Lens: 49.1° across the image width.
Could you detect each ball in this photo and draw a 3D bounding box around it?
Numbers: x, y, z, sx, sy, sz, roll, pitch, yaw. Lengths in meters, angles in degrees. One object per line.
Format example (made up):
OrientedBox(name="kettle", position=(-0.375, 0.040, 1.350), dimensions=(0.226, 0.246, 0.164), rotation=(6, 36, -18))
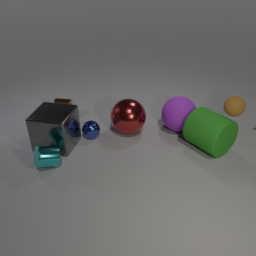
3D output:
OrientedBox(name="ball", position=(-1.431, 0.052, 10.857), dimensions=(0.700, 0.700, 0.700), rotation=(0, 32, 0))
OrientedBox(name="ball", position=(3.590, -0.730, 9.447), dimensions=(0.700, 0.700, 0.700), rotation=(0, 32, 0))
OrientedBox(name="ball", position=(2.038, -0.565, 11.154), dimensions=(1.400, 1.400, 1.400), rotation=(0, 32, 0))
OrientedBox(name="ball", position=(0.013, -0.454, 11.010), dimensions=(1.400, 1.400, 1.400), rotation=(0, 32, 0))

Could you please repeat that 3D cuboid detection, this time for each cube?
OrientedBox(name="cube", position=(-2.655, 0.012, 10.235), dimensions=(1.400, 1.400, 1.400), rotation=(6, 33, 11))

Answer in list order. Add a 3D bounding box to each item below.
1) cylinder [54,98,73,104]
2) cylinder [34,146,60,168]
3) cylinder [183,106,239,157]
OrientedBox(name="cylinder", position=(-2.876, -0.955, 12.415), dimensions=(0.700, 0.700, 0.700), rotation=(4, 32, 1))
OrientedBox(name="cylinder", position=(-2.686, 0.940, 9.269), dimensions=(0.700, 0.700, 0.700), rotation=(1, 27, -33))
OrientedBox(name="cylinder", position=(2.949, 0.118, 10.059), dimensions=(1.400, 1.400, 1.400), rotation=(-21, 38, -30))
